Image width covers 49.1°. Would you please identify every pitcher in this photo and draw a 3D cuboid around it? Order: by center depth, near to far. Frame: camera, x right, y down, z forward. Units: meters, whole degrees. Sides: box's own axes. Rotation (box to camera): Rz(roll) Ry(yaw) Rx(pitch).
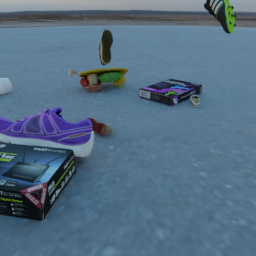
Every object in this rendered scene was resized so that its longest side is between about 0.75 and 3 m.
[{"bbox_3d":[-5.395,-1.626,11.696,1.063,0.644,0.912,-27,53,-27],"label":"pitcher"}]

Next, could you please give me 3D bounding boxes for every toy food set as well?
[{"bbox_3d":[-1.267,-2.083,12.492,2.747,0.897,1.616,-8,1,-21],"label":"toy food set"}]

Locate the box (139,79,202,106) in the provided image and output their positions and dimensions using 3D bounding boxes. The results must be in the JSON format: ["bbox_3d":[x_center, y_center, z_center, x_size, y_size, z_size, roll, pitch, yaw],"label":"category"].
[{"bbox_3d":[1.804,-1.555,11.673,1.642,0.415,2.296,21,30,38],"label":"box"}]

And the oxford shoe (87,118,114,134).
[{"bbox_3d":[-0.900,-0.021,8.490,0.427,0.402,1.141,15,6,-45],"label":"oxford shoe"}]

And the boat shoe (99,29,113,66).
[{"bbox_3d":[-0.901,-3.085,10.755,0.520,1.421,0.461,14,-18,-28],"label":"boat shoe"}]

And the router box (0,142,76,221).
[{"bbox_3d":[-2.350,0.988,5.775,2.121,0.659,1.590,5,25,10],"label":"router box"}]

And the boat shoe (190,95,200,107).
[{"bbox_3d":[2.603,-1.112,10.788,0.363,0.332,0.970,0,24,0],"label":"boat shoe"}]

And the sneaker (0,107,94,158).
[{"bbox_3d":[-2.168,0.003,7.029,2.822,1.177,1.138,9,-8,9],"label":"sneaker"}]

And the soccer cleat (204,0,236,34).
[{"bbox_3d":[2.593,-3.416,8.021,0.579,1.716,0.696,0,-16,-44],"label":"soccer cleat"}]
